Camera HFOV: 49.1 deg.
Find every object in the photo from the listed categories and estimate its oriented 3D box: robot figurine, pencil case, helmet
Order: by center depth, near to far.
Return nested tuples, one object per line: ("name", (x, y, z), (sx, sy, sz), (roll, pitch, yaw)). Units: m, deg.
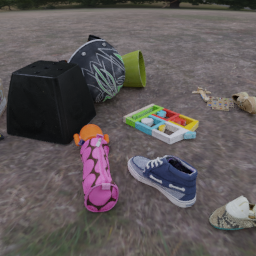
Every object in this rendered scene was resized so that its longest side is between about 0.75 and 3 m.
("pencil case", (-0.819, 1.157, 7.669), (1.013, 1.046, 2.232), (20, 26, -25))
("robot figurine", (-1.219, 0.367, 9.377), (0.980, 0.795, 1.363), (-33, 28, 3))
("helmet", (-1.494, -2.531, 12.374), (2.934, 2.934, 2.797), (-14, 34, -23))

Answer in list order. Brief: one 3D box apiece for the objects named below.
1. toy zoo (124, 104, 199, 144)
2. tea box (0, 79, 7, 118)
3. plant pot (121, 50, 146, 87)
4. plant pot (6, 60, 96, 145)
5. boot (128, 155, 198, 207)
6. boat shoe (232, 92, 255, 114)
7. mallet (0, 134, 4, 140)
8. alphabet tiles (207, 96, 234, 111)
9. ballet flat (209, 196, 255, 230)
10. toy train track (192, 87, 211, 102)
("toy zoo", (1.424, -0.168, 10.863), (2.780, 0.284, 1.824), (25, 38, 37))
("tea box", (-6.218, -1.010, 11.252), (2.000, 1.358, 2.033), (-4, 30, -6))
("plant pot", (-0.220, -2.933, 14.512), (2.000, 1.871, 1.871), (-5, 28, 15))
("plant pot", (-2.939, -1.172, 10.597), (2.617, 2.322, 2.611), (8, 30, 16))
("boot", (0.922, 1.102, 7.787), (0.872, 1.083, 2.398), (-25, 38, -37))
("boat shoe", (5.042, -1.057, 12.116), (0.638, 0.705, 1.978), (-3, 19, 4))
("mallet", (-5.327, 0.569, 9.517), (0.678, 0.424, 2.059), (25, 34, 29))
("alphabet tiles", (4.222, -1.114, 12.793), (1.172, 0.053, 1.402), (9, 31, 14))
("ballet flat", (2.993, 1.956, 6.581), (2.087, 0.786, 0.708), (2, 30, 3))
("toy train track", (3.648, -1.693, 13.550), (0.929, 0.263, 1.620), (1, 28, 1))
